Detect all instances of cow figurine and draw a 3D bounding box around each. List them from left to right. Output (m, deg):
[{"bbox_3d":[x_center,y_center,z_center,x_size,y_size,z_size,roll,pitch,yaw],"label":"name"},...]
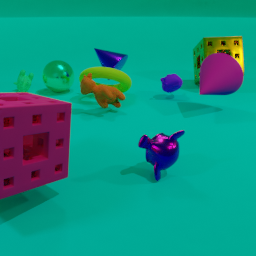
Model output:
[{"bbox_3d":[-3.671,-1.555,9.806,0.560,1.004,1.020,19,44,-27],"label":"cow figurine"},{"bbox_3d":[-0.772,-1.048,7.944,1.143,0.628,1.125,-4,43,-48],"label":"cow figurine"}]

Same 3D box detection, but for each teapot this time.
[{"bbox_3d":[1.456,-1.524,9.304,1.134,0.555,0.705,-3,-22,-46],"label":"teapot"}]

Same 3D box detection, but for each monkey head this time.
[{"bbox_3d":[0.559,0.388,4.948,0.609,1.010,0.727,27,-1,40],"label":"monkey head"}]

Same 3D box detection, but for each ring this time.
[{"bbox_3d":[-0.729,-1.500,9.067,1.702,0.340,1.702,5,-13,1],"label":"ring"}]

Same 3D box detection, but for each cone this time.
[{"bbox_3d":[-0.712,-2.271,9.086,1.028,1.024,1.024,40,31,3],"label":"cone"},{"bbox_3d":[2.287,-1.212,7.727,1.305,1.305,1.310,18,43,36],"label":"cone"}]

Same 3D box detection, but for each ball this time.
[{"bbox_3d":[-2.448,-1.817,9.864,1.114,1.114,1.114,0,24,0],"label":"ball"}]

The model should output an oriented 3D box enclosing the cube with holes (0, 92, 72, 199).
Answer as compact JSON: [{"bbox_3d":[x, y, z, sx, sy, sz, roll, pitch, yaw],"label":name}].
[{"bbox_3d":[-1.717,0.152,4.178,1.192,1.192,1.192,15,16,36],"label":"cube with holes"}]

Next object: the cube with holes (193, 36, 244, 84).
[{"bbox_3d":[3.301,-2.467,10.396,1.384,1.384,1.384,-3,-1,-2],"label":"cube with holes"}]
